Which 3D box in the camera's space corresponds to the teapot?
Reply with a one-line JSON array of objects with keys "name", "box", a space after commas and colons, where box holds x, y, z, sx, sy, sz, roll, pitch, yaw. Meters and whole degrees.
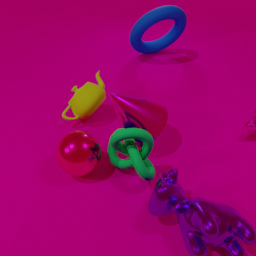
[{"name": "teapot", "box": [-1.093, -0.813, 7.355, 0.812, 1.031, 1.658, 43, 69, -10]}]

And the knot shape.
[{"name": "knot shape", "box": [0.067, 0.428, 5.764, 1.340, 1.254, 0.619, 35, 59, 24]}]

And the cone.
[{"name": "cone", "box": [0.009, -0.404, 6.268, 1.290, 1.295, 1.290, -26, 43, 28]}]

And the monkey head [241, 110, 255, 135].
[{"name": "monkey head", "box": [3.182, -0.052, 6.649, 0.817, 1.135, 0.684, -33, 39, -19]}]

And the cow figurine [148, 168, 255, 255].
[{"name": "cow figurine", "box": [1.217, 1.493, 5.017, 1.659, 0.910, 1.632, 12, 23, -17]}]

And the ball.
[{"name": "ball", "box": [-1.049, 0.541, 5.999, 0.970, 0.970, 0.970, 0, 42, 0]}]

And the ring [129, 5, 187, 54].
[{"name": "ring", "box": [1.025, -3.287, 9.520, 2.067, 2.067, 0.413, -16, 71, -17]}]
